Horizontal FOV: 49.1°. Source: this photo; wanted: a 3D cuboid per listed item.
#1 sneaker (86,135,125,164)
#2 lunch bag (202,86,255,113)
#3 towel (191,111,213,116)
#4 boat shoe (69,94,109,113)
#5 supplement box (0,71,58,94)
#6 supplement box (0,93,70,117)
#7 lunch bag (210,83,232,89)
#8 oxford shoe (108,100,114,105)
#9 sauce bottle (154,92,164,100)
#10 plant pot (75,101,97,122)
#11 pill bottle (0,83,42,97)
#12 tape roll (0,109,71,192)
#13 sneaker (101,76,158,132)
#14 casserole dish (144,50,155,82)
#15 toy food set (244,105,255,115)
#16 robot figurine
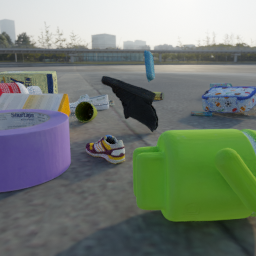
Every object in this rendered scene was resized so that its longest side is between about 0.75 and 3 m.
[{"bbox_3d":[-0.613,0.458,7.519,1.448,0.652,0.543,13,19,41],"label":"sneaker"},{"bbox_3d":[4.736,-1.427,13.146,2.388,0.902,1.914,10,32,41],"label":"lunch bag"},{"bbox_3d":[3.441,-0.677,13.061,0.959,0.104,0.703,3,14,13],"label":"towel"},{"bbox_3d":[-2.124,-1.289,13.992,2.446,0.817,0.899,-9,17,-30],"label":"boat shoe"},{"bbox_3d":[-5.121,-1.948,14.444,2.761,1.854,2.758,-2,15,-9],"label":"supplement box"},{"bbox_3d":[-3.364,-0.474,9.785,2.389,0.878,1.506,1,38,0],"label":"supplement box"},{"bbox_3d":[6.353,-2.590,18.994,1.252,0.896,1.469,5,3,37],"label":"lunch bag"},{"bbox_3d":[-1.022,-1.443,15.759,0.330,0.253,0.876,-11,16,-28],"label":"oxford shoe"},{"bbox_3d":[1.543,-2.052,17.663,1.485,0.480,0.480,8,16,25],"label":"sauce bottle"},{"bbox_3d":[-1.651,-0.647,11.791,0.851,0.851,0.909,4,0,16],"label":"plant pot"},{"bbox_3d":[-4.985,-0.985,11.233,2.859,1.605,1.605,-11,18,-36],"label":"pill bottle"},{"bbox_3d":[-2.845,0.373,6.754,2.847,1.209,2.847,0,14,0],"label":"tape roll"},{"bbox_3d":[0.025,-0.910,10.111,2.537,1.323,0.762,21,11,14],"label":"sneaker"},{"bbox_3d":[0.762,-2.160,9.731,0.218,1.124,0.681,-5,-4,17],"label":"casserole dish"},{"bbox_3d":[5.897,-1.209,13.975,1.520,0.640,2.118,-15,23,-7],"label":"toy food set"},{"bbox_3d":[1.376,0.760,4.673,2.556,1.479,2.243,-1,3,-3],"label":"robot figurine"}]
